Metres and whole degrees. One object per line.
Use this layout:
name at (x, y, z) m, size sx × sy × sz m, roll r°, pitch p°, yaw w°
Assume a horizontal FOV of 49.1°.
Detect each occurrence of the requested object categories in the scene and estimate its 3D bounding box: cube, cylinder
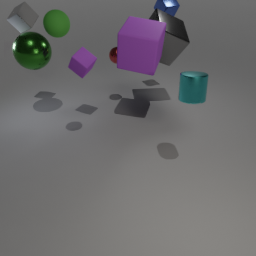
cube at (-1.708, -2.448, 10.498) m, size 0.700 × 0.700 × 0.700 m, roll 38°, pitch 57°, yaw -5°
cube at (1.432, -3.662, 11.415) m, size 1.400 × 1.400 × 1.400 m, roll 14°, pitch 52°, yaw -27°
cylinder at (1.660, -1.040, 7.144) m, size 0.700 × 0.700 × 0.700 m, roll 0°, pitch 22°, yaw 0°
cube at (0.474, -2.947, 10.036) m, size 1.400 × 1.400 × 1.400 m, roll 14°, pitch 47°, yaw 9°
cube at (1.631, -5.135, 11.856) m, size 0.700 × 0.700 × 0.700 m, roll -16°, pitch 71°, yaw -24°
cube at (-3.946, -4.145, 10.525) m, size 0.700 × 0.700 × 0.700 m, roll -5°, pitch 56°, yaw 37°

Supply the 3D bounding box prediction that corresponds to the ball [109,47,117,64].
ball at (-0.452, -3.064, 11.814) m, size 0.700 × 0.700 × 0.700 m, roll 0°, pitch 30°, yaw 0°

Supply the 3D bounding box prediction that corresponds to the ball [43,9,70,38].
ball at (-1.882, -2.753, 7.395) m, size 0.700 × 0.700 × 0.700 m, roll 0°, pitch 30°, yaw 0°

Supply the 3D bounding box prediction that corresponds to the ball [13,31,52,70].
ball at (-3.599, -2.900, 10.562) m, size 1.400 × 1.400 × 1.400 m, roll 0°, pitch 30°, yaw 0°
